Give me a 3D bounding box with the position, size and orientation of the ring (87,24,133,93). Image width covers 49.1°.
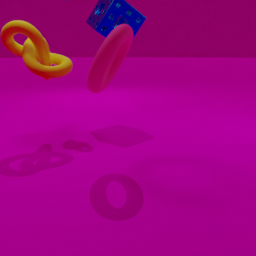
[{"bbox_3d":[-0.323,-1.249,5.137,0.274,1.369,1.369,31,19,1],"label":"ring"}]

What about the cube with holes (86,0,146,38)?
[{"bbox_3d":[-0.389,-3.300,8.562,1.144,1.144,1.144,25,18,-35],"label":"cube with holes"}]

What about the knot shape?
[{"bbox_3d":[-2.111,-1.741,6.725,1.698,0.785,1.589,41,0,-5],"label":"knot shape"}]
